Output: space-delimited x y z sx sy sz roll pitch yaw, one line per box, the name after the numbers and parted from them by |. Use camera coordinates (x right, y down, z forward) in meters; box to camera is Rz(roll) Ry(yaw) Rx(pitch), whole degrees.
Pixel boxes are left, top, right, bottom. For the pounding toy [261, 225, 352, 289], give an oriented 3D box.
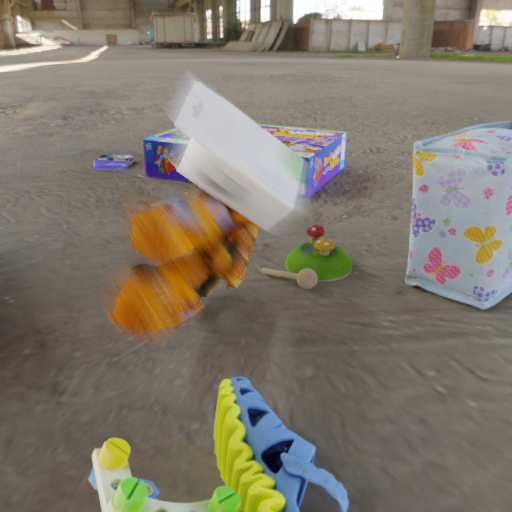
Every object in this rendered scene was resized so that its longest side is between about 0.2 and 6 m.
0.903 -0.061 8.916 1.081 0.650 1.400 21 31 40 | pounding toy

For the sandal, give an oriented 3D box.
0.146 1.771 4.817 0.831 0.759 1.910 -4 32 -19 | sandal

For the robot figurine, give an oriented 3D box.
-0.742 0.016 7.061 0.759 1.890 2.607 24 20 19 | robot figurine

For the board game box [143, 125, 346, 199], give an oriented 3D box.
-0.218 -2.573 14.167 4.315 0.966 2.901 10 26 22 | board game box

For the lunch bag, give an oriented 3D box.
3.635 -0.789 8.509 1.719 2.293 2.704 19 29 41 | lunch bag

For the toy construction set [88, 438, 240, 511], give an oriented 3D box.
-0.623 2.221 3.326 1.462 1.028 2.230 23 31 -7 | toy construction set

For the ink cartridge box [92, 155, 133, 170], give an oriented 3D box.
-3.832 -2.506 14.982 0.899 0.197 0.908 2 25 2 | ink cartridge box

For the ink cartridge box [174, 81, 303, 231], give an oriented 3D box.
-0.305 -1.240 7.011 1.759 0.592 1.030 34 46 -21 | ink cartridge box
